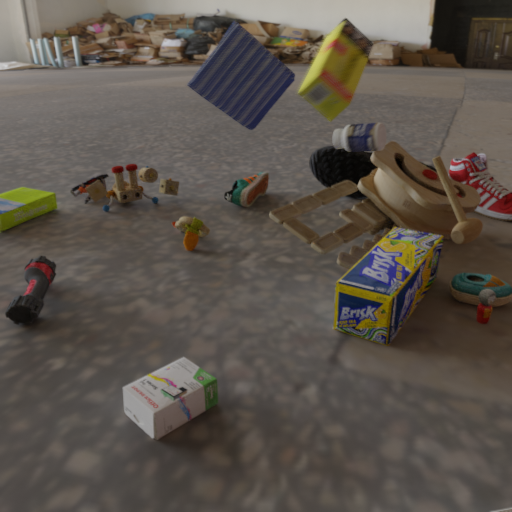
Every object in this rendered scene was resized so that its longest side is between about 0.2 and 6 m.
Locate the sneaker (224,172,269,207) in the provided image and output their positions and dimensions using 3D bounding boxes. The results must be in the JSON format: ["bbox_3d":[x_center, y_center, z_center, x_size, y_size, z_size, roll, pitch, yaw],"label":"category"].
[{"bbox_3d":[-0.217,-1.775,14.317,0.701,0.626,1.755,14,29,18],"label":"sneaker"}]

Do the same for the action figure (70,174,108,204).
[{"bbox_3d":[-4.314,-1.676,14.472,1.105,0.578,1.069,-19,10,21],"label":"action figure"}]

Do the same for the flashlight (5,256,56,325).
[{"bbox_3d":[-3.737,0.563,9.288,0.532,0.530,1.564,40,18,-21],"label":"flashlight"}]

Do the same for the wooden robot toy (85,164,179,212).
[{"bbox_3d":[-3.211,-1.793,14.078,2.355,1.038,1.069,-13,17,-28],"label":"wooden robot toy"}]

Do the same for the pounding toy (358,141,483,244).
[{"bbox_3d":[3.761,-1.509,11.716,1.788,1.794,3.127,-14,50,-35],"label":"pounding toy"}]

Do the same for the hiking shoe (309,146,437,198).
[{"bbox_3d":[3.095,-2.159,14.770,3.368,1.275,1.695,15,18,13],"label":"hiking shoe"}]

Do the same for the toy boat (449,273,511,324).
[{"bbox_3d":[3.698,0.594,9.114,1.017,0.562,1.210,7,25,14],"label":"toy boat"}]

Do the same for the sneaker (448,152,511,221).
[{"bbox_3d":[5.539,-1.679,13.254,0.833,1.316,2.339,-20,31,-37],"label":"sneaker"}]

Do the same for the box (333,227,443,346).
[{"bbox_3d":[2.230,0.390,9.208,0.941,0.864,2.686,14,28,28],"label":"box"}]

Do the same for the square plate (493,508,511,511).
[{"bbox_3d":[2.177,2.876,4.379,1.931,0.275,1.912,-5,24,-10],"label":"square plate"}]

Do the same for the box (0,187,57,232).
[{"bbox_3d":[-5.747,-1.083,12.967,1.187,0.464,1.947,11,27,24],"label":"box"}]

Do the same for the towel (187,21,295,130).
[{"bbox_3d":[-0.260,-3.780,12.044,2.234,1.618,0.266,23,23,-50],"label":"towel"}]

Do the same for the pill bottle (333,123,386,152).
[{"bbox_3d":[1.924,-2.210,10.484,0.910,0.505,0.505,4,23,31],"label":"pill bottle"}]

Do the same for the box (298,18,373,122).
[{"bbox_3d":[1.391,-3.217,9.575,0.775,0.516,2.059,38,50,-15],"label":"box"}]

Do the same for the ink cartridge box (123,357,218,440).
[{"bbox_3d":[-1.042,1.708,6.825,0.947,0.398,0.686,-22,32,-39],"label":"ink cartridge box"}]

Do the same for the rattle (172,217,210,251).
[{"bbox_3d":[-1.522,-0.411,11.859,1.055,0.754,0.687,0,-13,40],"label":"rattle"}]

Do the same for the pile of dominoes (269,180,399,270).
[{"bbox_3d":[2.021,-0.502,11.568,2.380,0.486,3.053,39,42,25],"label":"pile of dominoes"}]
